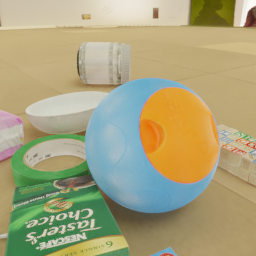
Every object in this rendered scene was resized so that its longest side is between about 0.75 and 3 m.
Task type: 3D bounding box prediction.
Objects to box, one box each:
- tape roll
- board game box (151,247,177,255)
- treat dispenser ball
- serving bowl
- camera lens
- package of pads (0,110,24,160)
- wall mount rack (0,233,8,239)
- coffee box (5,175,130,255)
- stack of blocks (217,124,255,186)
[{"bbox_3d":[-1.517,0.745,6.158,1.923,0.462,1.923,0,24,0],"label":"tape roll"},{"bbox_3d":[0.291,2.164,3.136,1.316,0.376,1.344,-12,27,-24],"label":"board game box"},{"bbox_3d":[0.414,0.292,4.972,2.335,2.335,2.335,0,25,0],"label":"treat dispenser ball"},{"bbox_3d":[-1.624,-0.381,8.072,2.415,0.794,2.415,-5,21,2],"label":"serving bowl"},{"bbox_3d":[-1.038,-2.851,12.400,2.263,1.810,1.810,1,25,2],"label":"camera lens"},{"bbox_3d":[-4.130,0.079,6.836,2.938,1.112,1.770,16,26,31],"label":"package of pads"},{"bbox_3d":[-2.312,1.772,3.696,1.708,0.637,1.484,-11,27,-22],"label":"wall mount rack"},{"bbox_3d":[-0.966,1.423,4.118,1.444,0.516,2.348,-7,15,-16],"label":"coffee box"},{"bbox_3d":[2.541,0.563,6.463,1.040,0.529,1.807,-16,29,-31],"label":"stack of blocks"}]
